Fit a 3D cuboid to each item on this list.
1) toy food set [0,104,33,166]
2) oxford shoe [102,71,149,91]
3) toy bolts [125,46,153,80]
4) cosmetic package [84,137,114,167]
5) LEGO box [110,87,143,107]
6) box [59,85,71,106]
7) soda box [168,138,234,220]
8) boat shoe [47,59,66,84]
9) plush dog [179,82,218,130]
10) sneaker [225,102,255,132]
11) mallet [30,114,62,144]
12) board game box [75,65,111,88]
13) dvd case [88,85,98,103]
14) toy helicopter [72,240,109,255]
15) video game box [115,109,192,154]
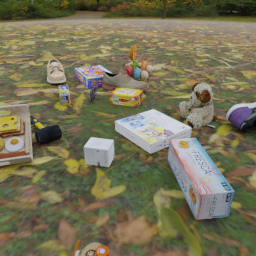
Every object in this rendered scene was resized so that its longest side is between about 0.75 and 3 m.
[{"bbox_3d":[-4.239,0.194,9.244,1.916,0.807,2.671,-8,46,-15],"label":"toy food set"},{"bbox_3d":[-0.182,-2.471,14.840,2.610,0.976,0.920,7,28,14],"label":"oxford shoe"},{"bbox_3d":[0.716,-3.721,16.723,1.358,1.871,1.959,13,47,10],"label":"toy bolts"},{"bbox_3d":[-0.897,0.761,8.881,0.792,0.653,0.654,6,28,14],"label":"cosmetic package"},{"bbox_3d":[-0.046,-1.484,13.404,1.371,0.529,1.021,9,28,17],"label":"LEGO box"},{"bbox_3d":[-3.106,-1.625,13.691,0.476,0.518,1.480,-7,28,-14],"label":"box"},{"bbox_3d":[1.868,1.256,7.720,0.895,0.832,2.616,-3,28,-7],"label":"soda box"},{"bbox_3d":[-4.353,-3.419,16.645,1.085,1.018,2.944,-10,29,-19],"label":"boat shoe"},{"bbox_3d":[2.968,-0.986,11.230,1.513,1.620,1.886,-2,27,-5],"label":"plush dog"},{"bbox_3d":[5.357,-0.426,11.110,2.791,1.057,1.222,-15,43,-16],"label":"sneaker"},{"bbox_3d":[-3.338,-0.135,10.892,0.895,0.559,2.717,-13,26,-25],"label":"mallet"},{"bbox_3d":[-1.977,-3.062,16.465,1.660,0.553,2.469,-13,30,-23],"label":"board game box"},{"bbox_3d":[-1.683,-1.649,13.526,0.072,0.673,0.905,19,27,7],"label":"dvd case"},{"bbox_3d":[-0.899,2.678,5.425,0.742,0.442,1.122,20,41,29],"label":"toy helicopter"},{"bbox_3d":[0.906,0.046,10.457,1.961,0.504,2.153,-16,31,-33],"label":"video game box"}]
